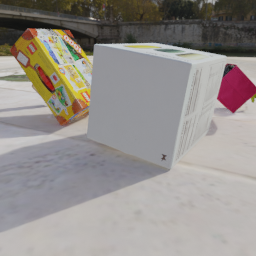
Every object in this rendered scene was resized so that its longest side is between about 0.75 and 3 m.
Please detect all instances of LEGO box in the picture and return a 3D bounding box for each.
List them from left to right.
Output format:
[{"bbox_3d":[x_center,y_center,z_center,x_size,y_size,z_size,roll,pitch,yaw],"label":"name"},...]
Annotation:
[{"bbox_3d":[-2.067,-1.751,9.205,1.087,2.816,2.097,-34,1,29],"label":"LEGO box"}]

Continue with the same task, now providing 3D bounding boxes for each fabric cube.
[{"bbox_3d":[3.225,-1.274,8.848,1.066,1.070,1.050,43,14,-9],"label":"fabric cube"}]

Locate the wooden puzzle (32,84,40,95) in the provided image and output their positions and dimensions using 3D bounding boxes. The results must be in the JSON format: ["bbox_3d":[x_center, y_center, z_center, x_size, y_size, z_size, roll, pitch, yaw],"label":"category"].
[{"bbox_3d":[-3.264,-1.578,11.116,0.245,1.059,0.981,-9,40,35],"label":"wooden puzzle"}]

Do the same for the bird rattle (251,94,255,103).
[{"bbox_3d":[4.200,-1.387,10.652,0.767,1.110,1.362,14,26,-48],"label":"bird rattle"}]

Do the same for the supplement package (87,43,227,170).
[{"bbox_3d":[0.792,-0.809,6.848,2.199,2.183,2.897,19,24,25],"label":"supplement package"}]
